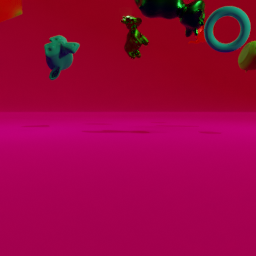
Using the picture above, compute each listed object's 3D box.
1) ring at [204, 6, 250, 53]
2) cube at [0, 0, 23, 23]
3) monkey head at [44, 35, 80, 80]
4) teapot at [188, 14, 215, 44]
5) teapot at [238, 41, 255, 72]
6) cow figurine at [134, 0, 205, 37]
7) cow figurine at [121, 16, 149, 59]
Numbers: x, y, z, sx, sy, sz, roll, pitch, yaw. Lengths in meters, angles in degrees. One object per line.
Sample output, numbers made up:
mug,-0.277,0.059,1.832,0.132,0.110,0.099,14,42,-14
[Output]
ring,3.147,-3.127,8.958,1.417,1.417,0.283,2,27,30
cube,-3.371,-3.347,6.916,1.009,1.009,1.009,33,50,12
monkey head,-2.058,-2.350,9.055,1.217,1.691,1.019,10,-34,19
teapot,3.060,-3.983,11.514,0.717,1.464,0.910,24,23,-26
teapot,2.889,-1.613,6.477,0.524,0.666,1.071,20,-21,-4
cow figurine,0.972,-2.684,6.306,1.477,1.454,0.811,-15,-21,-18
cow figurine,0.158,-3.429,10.455,0.740,1.326,1.348,-23,-24,-42
